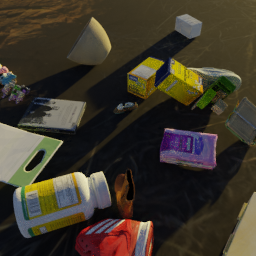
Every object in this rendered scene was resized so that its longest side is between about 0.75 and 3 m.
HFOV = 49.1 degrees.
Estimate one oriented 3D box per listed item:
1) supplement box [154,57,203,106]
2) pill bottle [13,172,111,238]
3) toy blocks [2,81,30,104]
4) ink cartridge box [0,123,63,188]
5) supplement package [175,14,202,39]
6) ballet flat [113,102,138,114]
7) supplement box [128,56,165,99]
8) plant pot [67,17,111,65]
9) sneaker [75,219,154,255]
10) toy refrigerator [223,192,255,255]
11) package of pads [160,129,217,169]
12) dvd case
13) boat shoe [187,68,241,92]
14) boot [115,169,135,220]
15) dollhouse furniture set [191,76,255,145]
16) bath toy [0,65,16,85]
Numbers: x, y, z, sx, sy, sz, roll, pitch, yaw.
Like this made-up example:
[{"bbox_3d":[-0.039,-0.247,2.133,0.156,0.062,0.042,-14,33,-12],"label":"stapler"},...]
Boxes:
[{"bbox_3d":[1.867,-1.691,10.304,1.584,0.867,0.862,27,49,-20],"label":"supplement box"},{"bbox_3d":[-1.599,1.832,7.077,2.196,1.238,1.238,-14,47,-13],"label":"pill bottle"},{"bbox_3d":[-4.352,-1.301,10.747,0.776,0.699,0.831,30,20,-10],"label":"toy blocks"},{"bbox_3d":[-3.526,0.888,8.439,2.647,0.635,1.926,15,47,15],"label":"ink cartridge box"},{"bbox_3d":[3.123,-5.285,14.540,0.725,0.722,1.235,-23,50,-22],"label":"supplement package"},{"bbox_3d":[-0.099,-0.774,10.240,0.923,0.334,0.313,-10,52,0],"label":"ballet flat"},{"bbox_3d":[0.804,-2.029,11.174,0.887,0.892,1.630,27,50,26],"label":"supplement box"},{"bbox_3d":[-1.549,-3.544,12.213,1.356,2.020,2.020,31,41,-21],"label":"plant pot"},{"bbox_3d":[-0.489,3.243,5.973,1.698,1.152,2.939,4,32,16],"label":"sneaker"},{"bbox_3d":[2.646,2.787,6.304,0.910,0.987,2.601,27,52,24],"label":"toy refrigerator"},{"bbox_3d":[1.850,0.620,8.581,1.685,0.637,1.015,8,61,9],"label":"package of pads"},{"bbox_3d":[-2.675,-0.476,10.078,2.037,0.252,1.531,6,45,6],"label":"dvd case"},{"bbox_3d":[3.149,-1.963,11.251,2.576,0.899,0.917,8,27,9],"label":"boat shoe"},{"bbox_3d":[-0.103,1.498,7.125,0.519,1.516,1.428,3,50,0],"label":"boot"},{"bbox_3d":[3.527,-0.458,9.888,2.276,1.142,1.491,42,65,2],"label":"dollhouse furniture set"},{"bbox_3d":[-5.228,-2.312,11.703,1.515,0.560,0.659,37,21,31],"label":"bath toy"}]
